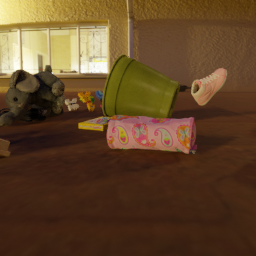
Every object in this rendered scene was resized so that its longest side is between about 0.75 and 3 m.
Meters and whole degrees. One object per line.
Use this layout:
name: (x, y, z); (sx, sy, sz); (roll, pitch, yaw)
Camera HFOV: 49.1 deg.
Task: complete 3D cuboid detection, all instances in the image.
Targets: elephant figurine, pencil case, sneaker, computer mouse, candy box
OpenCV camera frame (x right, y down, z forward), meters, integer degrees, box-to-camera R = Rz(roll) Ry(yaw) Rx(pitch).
elephant figurine: (-3.467, -1.188, 9.592); (2.339, 1.655, 1.815); (-8, 27, -36)
pencil case: (0.478, 0.132, 5.603); (1.763, 0.771, 0.771); (3, 10, 15)
sneaker: (2.739, -1.547, 9.550); (0.779, 1.490, 0.561); (35, 5, -36)
computer mouse: (-3.608, -0.819, 11.234); (2.068, 0.787, 2.987); (1, 9, 14)
candy box: (-0.821, -0.156, 8.884); (0.816, 0.211, 1.596); (3, 10, 19)

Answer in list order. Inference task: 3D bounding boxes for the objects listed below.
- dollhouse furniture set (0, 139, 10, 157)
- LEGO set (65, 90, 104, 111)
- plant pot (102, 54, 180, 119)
dollhouse furniture set: (-4.062, 0.371, 4.915); (2.401, 1.375, 2.815); (11, -10, 42)
LEGO set: (-1.813, -1.240, 14.090); (2.429, 0.997, 0.926); (-11, -18, -30)
plant pot: (0.567, -1.166, 9.673); (2.168, 2.252, 2.252); (18, 13, 12)
